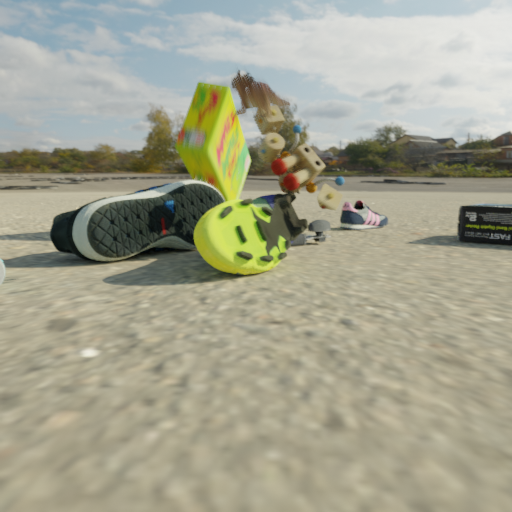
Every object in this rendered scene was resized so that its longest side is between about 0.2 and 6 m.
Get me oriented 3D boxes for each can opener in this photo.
[{"bbox_3d":[0.754,-0.428,10.438,1.428,0.477,0.381,-4,9,-27],"label":"can opener"}]

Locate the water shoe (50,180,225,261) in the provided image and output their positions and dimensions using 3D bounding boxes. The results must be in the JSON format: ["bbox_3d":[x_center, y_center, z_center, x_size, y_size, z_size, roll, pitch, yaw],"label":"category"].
[{"bbox_3d":[-1.847,-0.655,9.489,1.335,1.210,3.384,3,7,35],"label":"water shoe"}]

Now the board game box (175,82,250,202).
[{"bbox_3d":[-0.893,-2.339,12.907,0.743,1.585,3.120,13,-17,12],"label":"board game box"}]

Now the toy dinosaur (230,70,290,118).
[{"bbox_3d":[-0.012,-2.038,7.019,0.879,0.596,0.377,10,16,34],"label":"toy dinosaur"}]

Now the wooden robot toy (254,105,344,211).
[{"bbox_3d":[0.510,-1.374,9.157,0.919,2.087,0.947,-32,-11,-34],"label":"wooden robot toy"}]

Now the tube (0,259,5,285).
[{"bbox_3d":[-3.421,0.124,6.866,0.713,0.464,1.840,6,1,-29],"label":"tube"}]

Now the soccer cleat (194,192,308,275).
[{"bbox_3d":[-0.213,-0.240,8.242,1.378,1.065,3.294,-24,2,22],"label":"soccer cleat"}]

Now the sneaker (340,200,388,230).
[{"bbox_3d":[2.732,-1.034,13.888,0.605,0.708,1.725,8,11,43],"label":"sneaker"}]

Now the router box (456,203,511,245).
[{"bbox_3d":[5.342,-0.623,10.914,2.338,0.726,1.752,6,10,35],"label":"router box"}]
